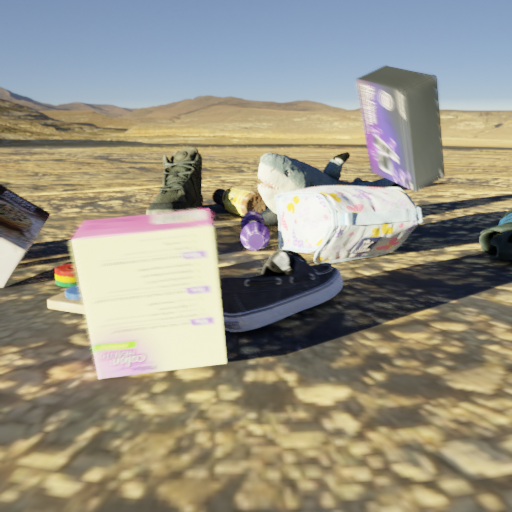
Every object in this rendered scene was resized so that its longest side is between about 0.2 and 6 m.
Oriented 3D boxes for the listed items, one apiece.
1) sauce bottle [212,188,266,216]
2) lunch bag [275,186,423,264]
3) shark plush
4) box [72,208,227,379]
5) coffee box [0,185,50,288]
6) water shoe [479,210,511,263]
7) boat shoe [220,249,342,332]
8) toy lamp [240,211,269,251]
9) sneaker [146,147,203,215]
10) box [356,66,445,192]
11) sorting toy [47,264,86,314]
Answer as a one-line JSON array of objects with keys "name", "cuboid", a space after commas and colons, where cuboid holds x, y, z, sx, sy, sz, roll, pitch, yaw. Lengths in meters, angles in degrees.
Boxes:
[{"name": "sauce bottle", "cuboid": [-0.507, -1.372, 14.078, 0.685, 0.685, 2.074, -8, 15, -30]}, {"name": "lunch bag", "cuboid": [1.516, -0.574, 9.625, 1.758, 1.318, 2.073, -7, 5, -25]}, {"name": "shark plush", "cuboid": [1.856, -1.478, 12.346, 4.044, 1.684, 1.837, -6, 15, -21]}, {"name": "box", "cuboid": [-0.972, 0.345, 5.415, 1.244, 1.414, 0.684, -7, 18, -5]}, {"name": "coffee box", "cuboid": [-4.002, -0.381, 8.681, 1.046, 0.738, 1.850, 32, 13, -19]}, {"name": "water shoe", "cuboid": [4.427, -0.402, 10.030, 0.828, 0.750, 2.097, 1, 13, 14]}, {"name": "boat shoe", "cuboid": [0.335, 0.292, 7.081, 0.785, 0.744, 2.246, 0, 12, 44]}, {"name": "toy lamp", "cuboid": [-0.034, -0.482, 10.762, 0.561, 0.561, 1.927, 0, 15, -1]}, {"name": "sneaker", "cuboid": [-1.968, -1.722, 13.536, 1.096, 1.643, 2.868, 1, 16, 10]}, {"name": "box", "cuboid": [2.292, -2.025, 8.876, 0.662, 1.678, 1.184, -29, 34, -17]}, {"name": "sorting toy", "cuboid": [-1.771, 0.388, 7.411, 2.640, 0.447, 1.273, 6, 15, 17]}]
